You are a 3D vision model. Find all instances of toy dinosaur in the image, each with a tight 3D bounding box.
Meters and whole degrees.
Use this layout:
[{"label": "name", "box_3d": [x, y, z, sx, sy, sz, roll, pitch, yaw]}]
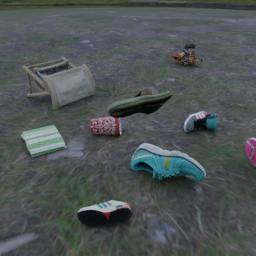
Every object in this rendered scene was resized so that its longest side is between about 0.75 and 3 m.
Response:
[{"label": "toy dinosaur", "box_3d": [3.642, -4.605, 17.805, 2.325, 1.188, 1.578, 34, 56, 14]}]

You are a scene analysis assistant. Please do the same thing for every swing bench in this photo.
[{"label": "swing bench", "box_3d": [-3.131, -2.141, 12.891, 2.330, 1.512, 2.318, 24, 37, 35]}]

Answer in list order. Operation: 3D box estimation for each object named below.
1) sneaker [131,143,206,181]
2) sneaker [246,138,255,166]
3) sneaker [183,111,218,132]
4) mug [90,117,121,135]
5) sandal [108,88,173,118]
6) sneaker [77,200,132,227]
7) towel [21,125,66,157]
[{"label": "sneaker", "box_3d": [1.102, 1.155, 7.972, 2.210, 0.857, 0.880, 12, 49, 30]}, {"label": "sneaker", "box_3d": [4.536, 0.982, 8.026, 1.028, 0.867, 2.351, -18, 38, -30]}, {"label": "sneaker", "box_3d": [2.798, -0.165, 10.296, 1.563, 0.654, 0.944, -25, 28, -38]}, {"label": "mug", "box_3d": [-0.783, -0.025, 10.183, 1.043, 0.926, 0.696, -3, 65, 3]}, {"label": "sandal", "box_3d": [0.339, -0.698, 6.703, 1.946, 0.773, 0.555, -11, 68, -39]}, {"label": "sneaker", "box_3d": [-0.554, 2.009, 6.714, 1.280, 0.450, 0.598, -5, 8, -1]}, {"label": "towel", "box_3d": [-2.929, 0.417, 9.694, 1.235, 0.189, 1.619, -15, 31, -25]}]
